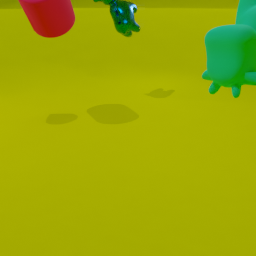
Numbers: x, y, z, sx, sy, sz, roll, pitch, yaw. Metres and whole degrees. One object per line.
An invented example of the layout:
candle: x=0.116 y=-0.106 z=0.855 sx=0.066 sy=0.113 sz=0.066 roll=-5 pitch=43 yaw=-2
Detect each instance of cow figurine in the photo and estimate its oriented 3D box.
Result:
cow figurine: x=1.301 y=-0.810 z=2.750 sx=1.229 sy=1.210 sz=0.675 roll=14 pitch=5 yaw=-38
cow figurine: x=-0.358 y=-3.847 z=9.140 sx=0.871 sy=1.587 sz=1.562 roll=-18 pitch=-12 yaw=39

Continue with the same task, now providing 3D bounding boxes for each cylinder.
cylinder: x=-2.124 y=-3.251 z=7.335 sx=1.240 sy=1.240 sz=1.240 roll=-1 pitch=66 yaw=3
